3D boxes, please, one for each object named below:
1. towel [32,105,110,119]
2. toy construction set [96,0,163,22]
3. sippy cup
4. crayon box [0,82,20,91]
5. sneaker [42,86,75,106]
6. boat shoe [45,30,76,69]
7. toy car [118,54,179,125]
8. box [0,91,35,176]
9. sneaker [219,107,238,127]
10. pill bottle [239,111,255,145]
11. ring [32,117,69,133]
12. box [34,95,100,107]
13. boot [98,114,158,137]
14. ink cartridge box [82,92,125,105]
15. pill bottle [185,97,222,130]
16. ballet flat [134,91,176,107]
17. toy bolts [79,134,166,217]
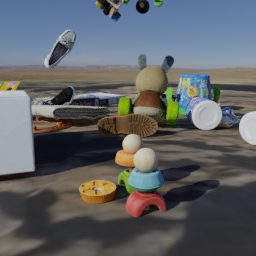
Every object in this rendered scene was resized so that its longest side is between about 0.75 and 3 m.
[{"bbox_3d":[-2.017,-0.548,9.616,1.712,0.446,2.584,6,6,39],"label":"towel"},{"bbox_3d":[-0.249,-3.365,6.221,1.483,1.778,1.366,-19,10,16],"label":"toy construction set"},{"bbox_3d":[2.697,-1.405,11.447,1.691,1.579,2.154,7,14,31],"label":"sippy cup"},{"bbox_3d":[-5.445,-0.942,9.905,2.928,0.755,1.841,-2,33,-5],"label":"crayon box"},{"bbox_3d":[-2.605,-0.971,10.287,0.525,1.437,0.804,48,13,12],"label":"sneaker"},{"bbox_3d":[-2.443,-2.880,10.242,0.616,1.671,0.536,39,-6,-22],"label":"boat shoe"},{"bbox_3d":[0.733,-1.256,8.703,1.729,2.104,1.660,6,-7,6],"label":"toy car"},{"bbox_3d":[-2.763,-0.033,5.439,1.644,1.288,2.643,-4,10,-21],"label":"box"},{"bbox_3d":[3.320,-0.397,9.122,0.495,0.580,1.316,5,12,28],"label":"sneaker"},{"bbox_3d":[3.546,-0.069,7.006,1.466,0.816,0.816,-8,14,-34],"label":"pill bottle"},{"bbox_3d":[-2.886,-0.133,8.809,2.039,0.196,2.039,0,11,0],"label":"ring"},{"bbox_3d":[-2.829,-1.178,13.022,2.532,0.477,1.729,-10,15,-38],"label":"box"},{"bbox_3d":[0.079,-0.121,7.852,1.652,0.620,0.886,3,7,19],"label":"boot"},{"bbox_3d":[-1.545,-1.567,15.033,2.015,0.474,1.991,9,16,43],"label":"ink cartridge box"},{"bbox_3d":[2.321,-0.513,8.909,0.900,0.900,1.603,0,12,-1],"label":"pill bottle"},{"bbox_3d":[1.377,-1.235,12.574,0.972,0.972,2.799,8,14,34],"label":"ballet flat"},{"bbox_3d":[-0.043,0.591,3.828,1.133,0.823,1.186,-6,13,-27],"label":"toy bolts"}]
